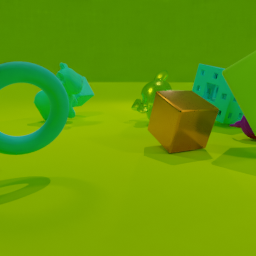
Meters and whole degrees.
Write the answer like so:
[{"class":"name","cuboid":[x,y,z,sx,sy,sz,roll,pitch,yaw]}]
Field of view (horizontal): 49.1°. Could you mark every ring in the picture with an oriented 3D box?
[{"class":"ring","cuboid":[-1.356,-0.217,3.553,1.246,1.246,0.249,-6,28,-30]}]

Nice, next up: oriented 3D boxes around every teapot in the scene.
[{"class":"teapot","cuboid":[2.773,-0.082,6.068,1.110,0.690,0.544,-1,-5,24]}]

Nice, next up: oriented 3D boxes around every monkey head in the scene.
[{"class":"monkey head","cuboid":[0.670,-0.903,8.569,1.365,1.143,1.897,10,52,27]}]

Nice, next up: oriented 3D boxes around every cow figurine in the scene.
[{"class":"cow figurine","cuboid":[-2.056,-1.015,8.145,1.720,1.693,0.944,-8,50,11]}]

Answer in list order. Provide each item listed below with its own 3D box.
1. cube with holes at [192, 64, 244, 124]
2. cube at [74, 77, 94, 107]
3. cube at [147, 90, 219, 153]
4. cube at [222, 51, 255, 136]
[{"class":"cube with holes","cuboid":[2.820,-0.983,8.104,1.354,1.354,1.354,0,20,-35]},{"class":"cube","cuboid":[-1.835,-1.263,9.846,0.788,0.788,0.788,-34,-10,31]},{"class":"cube","cuboid":[0.991,-0.148,5.230,0.850,0.850,0.850,-5,32,-26]},{"class":"cube","cuboid":[2.645,-0.728,4.848,1.276,1.276,1.276,-31,-12,33]}]
